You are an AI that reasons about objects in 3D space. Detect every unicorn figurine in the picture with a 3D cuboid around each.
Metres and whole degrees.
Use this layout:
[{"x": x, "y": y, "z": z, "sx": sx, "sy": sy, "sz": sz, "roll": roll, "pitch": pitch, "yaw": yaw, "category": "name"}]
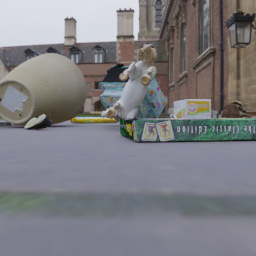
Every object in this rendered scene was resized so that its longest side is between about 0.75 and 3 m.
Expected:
[{"x": -0.008, "y": -0.749, "z": 6.827, "sx": 0.999, "sy": 2.704, "sz": 1.857, "roll": 41, "pitch": 20, "yaw": -6, "category": "unicorn figurine"}]

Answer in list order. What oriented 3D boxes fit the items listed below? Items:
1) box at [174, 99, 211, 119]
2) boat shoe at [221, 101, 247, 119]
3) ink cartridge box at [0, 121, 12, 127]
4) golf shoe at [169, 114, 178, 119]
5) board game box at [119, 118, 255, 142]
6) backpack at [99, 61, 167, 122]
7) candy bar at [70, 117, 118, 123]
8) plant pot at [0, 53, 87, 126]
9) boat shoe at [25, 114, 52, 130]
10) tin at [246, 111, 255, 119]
[{"x": 3.099, "y": -0.785, "z": 13.801, "sx": 1.245, "sy": 1.122, "sz": 2.214, "roll": 0, "pitch": 2, "yaw": -6, "category": "box"}, {"x": 4.005, "y": -0.540, "z": 10.216, "sx": 0.909, "sy": 0.911, "sz": 2.462, "roll": 1, "pitch": 2, "yaw": 28, "category": "boat shoe"}, {"x": -4.461, "y": -0.143, "z": 9.465, "sx": 0.777, "sy": 0.184, "sz": 0.622, "roll": 2, "pitch": 3, "yaw": 17, "category": "ink cartridge box"}, {"x": 2.181, "y": -0.415, "z": 13.235, "sx": 0.401, "sy": 0.458, "sz": 1.040, "roll": 0, "pitch": 3, "yaw": -16, "category": "golf shoe"}, {"x": 1.390, "y": -0.006, "z": 4.332, "sx": 2.888, "sy": 0.339, "sz": 1.513, "roll": 0, "pitch": 0, "yaw": -9, "category": "board game box"}, {"x": 0.228, "y": -1.005, "z": 9.866, "sx": 1.928, "sy": 1.681, "sz": 2.193, "roll": 4, "pitch": -29, "yaw": 40, "category": "backpack"}, {"x": -1.603, "y": -0.403, "z": 14.596, "sx": 2.953, "sy": 0.327, "sz": 0.736, "roll": -1, "pitch": 2, "yaw": -33, "category": "candy bar"}, {"x": -3.002, "y": -1.096, "z": 9.124, "sx": 2.580, "sy": 2.580, "sz": 2.755, "roll": 0, "pitch": 15, "yaw": 10, "category": "plant pot"}, {"x": -2.242, "y": -0.089, "z": 6.944, "sx": 0.949, "sy": 0.347, "sz": 0.297, "roll": -12, "pitch": -45, "yaw": 41, "category": "boat shoe"}, {"x": 4.528, "y": -0.272, "z": 8.282, "sx": 1.569, "sy": 0.587, "sz": 2.802, "roll": 4, "pitch": 4, "yaw": 5, "category": "tin"}]
